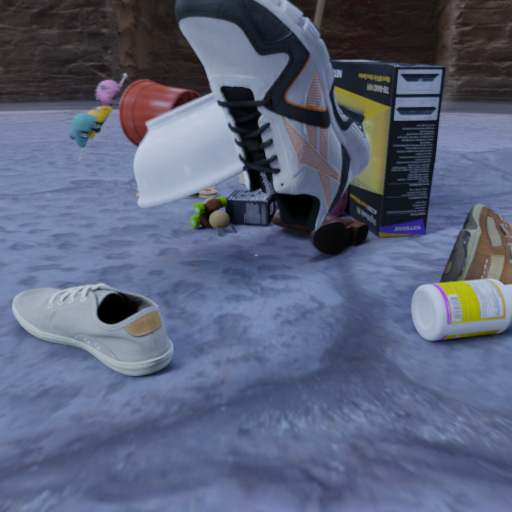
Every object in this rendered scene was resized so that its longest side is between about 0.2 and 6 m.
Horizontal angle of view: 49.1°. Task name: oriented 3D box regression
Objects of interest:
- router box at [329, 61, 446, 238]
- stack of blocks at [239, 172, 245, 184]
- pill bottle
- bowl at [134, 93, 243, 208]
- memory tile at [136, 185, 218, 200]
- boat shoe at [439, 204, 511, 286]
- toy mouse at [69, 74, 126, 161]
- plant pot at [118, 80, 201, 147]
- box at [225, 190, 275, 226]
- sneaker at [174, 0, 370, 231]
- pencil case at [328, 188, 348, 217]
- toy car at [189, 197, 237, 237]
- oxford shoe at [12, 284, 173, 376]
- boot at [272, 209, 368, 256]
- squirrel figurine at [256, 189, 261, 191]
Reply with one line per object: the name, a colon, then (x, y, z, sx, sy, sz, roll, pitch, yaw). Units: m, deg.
router box: (2.676, -2.741, 13.179, 1.155, 3.477, 4.422, -4, 20, -11)
stack of blocks: (0.544, -2.600, 16.992, 1.204, 0.612, 2.091, 12, 23, 29)
pill bottle: (2.933, 0.713, 7.635, 1.456, 0.759, 0.759, -4, 20, -13)
bowl: (-0.976, -1.875, 9.164, 2.638, 1.186, 2.638, -23, 17, 7)
memory tile: (-2.212, -1.853, 15.571, 2.206, 0.185, 1.691, -3, 20, -9)
boat shoe: (3.887, -0.007, 9.326, 1.136, 1.164, 3.077, 21, 27, 20)
toy mouse: (-2.623, -2.349, 9.079, 0.322, 1.666, 1.480, 32, 1, -13)
plant pot: (-1.844, -2.908, 11.647, 1.404, 1.443, 1.443, 15, 25, 38)
box: (-0.118, -1.118, 12.888, 0.993, 0.617, 1.001, 4, 20, 12)
sneaker: (0.219, -1.403, 5.900, 1.199, 1.301, 3.252, 18, -17, 41)
pencil case: (1.165, -1.685, 13.808, 1.084, 1.084, 2.480, -11, 24, -28)
toy car: (-0.843, -0.740, 12.146, 0.770, 0.740, 0.937, -21, 57, -38)
oxford shoe: (-2.237, 0.737, 7.475, 2.912, 0.841, 1.095, 13, 26, 37)
boot: (0.970, -0.616, 11.426, 2.049, 0.658, 1.910, 20, 15, 37)
squirrel figurine: (-0.034, -1.386, 13.791, 0.876, 0.664, 0.939, -20, -15, 6)
